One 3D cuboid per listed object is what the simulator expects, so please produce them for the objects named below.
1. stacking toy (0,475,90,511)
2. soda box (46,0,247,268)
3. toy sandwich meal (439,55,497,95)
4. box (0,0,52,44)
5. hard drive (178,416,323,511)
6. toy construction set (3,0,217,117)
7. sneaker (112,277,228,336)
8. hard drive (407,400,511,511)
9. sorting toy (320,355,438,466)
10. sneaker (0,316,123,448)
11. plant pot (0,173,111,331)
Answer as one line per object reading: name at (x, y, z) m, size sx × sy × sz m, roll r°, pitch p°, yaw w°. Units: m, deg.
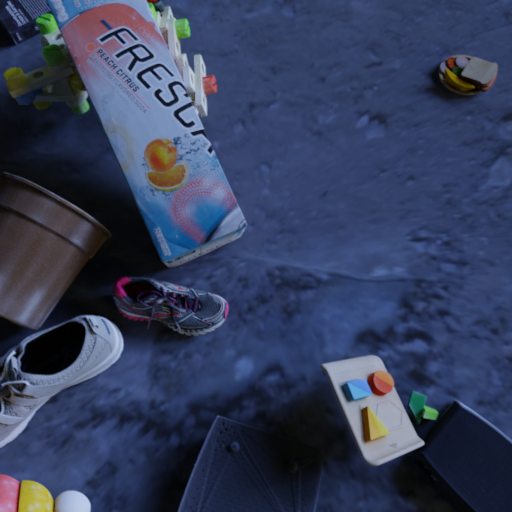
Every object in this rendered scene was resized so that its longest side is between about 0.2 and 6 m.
stacking toy at (-3.190, 3.450, 7.372) m, size 1.925 × 1.407 × 1.407 m, roll 5°, pitch 65°, yaw -17°
soda box at (-1.659, -2.070, 8.738) m, size 1.389 × 1.494 × 4.370 m, roll -25°, pitch 88°, yaw -6°
toy sandwich meal at (4.039, -3.510, 10.694) m, size 1.079 × 0.369 × 1.079 m, roll 0°, pitch 66°, yaw 0°
box at (-4.419, -5.284, 11.486) m, size 1.952 × 0.352 × 1.396 m, roll -33°, pitch 70°, yaw -15°
hard drive at (-0.194, 3.663, 7.471) m, size 1.748 × 0.549 × 2.592 m, roll 16°, pitch 67°, yaw 7°
toy construction set at (-2.453, -3.522, 10.006) m, size 3.529 × 1.626 × 2.314 m, roll 2°, pitch 52°, yaw -4°
sneaker at (-1.336, 0.753, 8.641) m, size 1.814 × 0.677 × 0.731 m, roll 7°, pitch 60°, yaw 2°
hard drive at (3.237, 3.065, 7.810) m, size 1.280 × 0.402 × 1.897 m, roll -42°, pitch 73°, yaw -16°
sorting toy at (1.830, 2.004, 7.785) m, size 1.935 × 0.285 × 1.430 m, roll 2°, pitch 53°, yaw -45°
sneaker at (-3.434, 1.712, 7.933) m, size 3.057 × 1.253 × 1.142 m, roll -37°, pitch 71°, yaw -15°
plant pot at (-3.497, 0.016, 8.480) m, size 1.864 × 1.864 × 1.845 m, roll 25°, pitch 76°, yaw 11°
